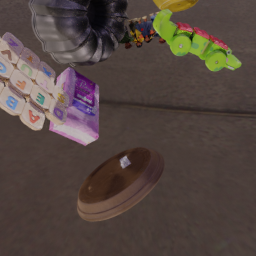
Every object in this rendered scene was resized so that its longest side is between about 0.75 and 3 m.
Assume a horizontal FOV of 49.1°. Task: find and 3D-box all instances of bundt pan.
[{"bbox_3d":[-0.966,-2.909,7.055,1.070,2.852,2.852,18,51,33],"label":"bundt pan"}]

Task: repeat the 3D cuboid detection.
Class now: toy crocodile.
[{"bbox_3d":[1.412,-1.693,5.593,2.059,0.636,0.695,18,33,-17],"label":"toy crocodile"}]

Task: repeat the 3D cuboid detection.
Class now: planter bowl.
[{"bbox_3d":[1.295,-3.591,7.340,1.976,1.976,0.823,-10,95,-8],"label":"planter bowl"}]

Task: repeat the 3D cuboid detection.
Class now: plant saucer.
[{"bbox_3d":[-0.184,0.863,4.817,1.730,0.255,1.730,-29,17,10],"label":"plant saucer"}]

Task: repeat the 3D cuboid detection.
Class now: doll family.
[{"bbox_3d":[0.463,-2.806,8.288,1.572,0.908,0.617,-3,29,32],"label":"doll family"}]

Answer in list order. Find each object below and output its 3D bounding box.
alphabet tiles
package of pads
[{"bbox_3d":[-1.792,-0.886,4.788,0.144,1.976,1.932,-34,34,21],"label":"alphabet tiles"},{"bbox_3d":[-1.231,-0.518,6.752,0.660,1.050,1.743,-33,43,32],"label":"package of pads"}]
